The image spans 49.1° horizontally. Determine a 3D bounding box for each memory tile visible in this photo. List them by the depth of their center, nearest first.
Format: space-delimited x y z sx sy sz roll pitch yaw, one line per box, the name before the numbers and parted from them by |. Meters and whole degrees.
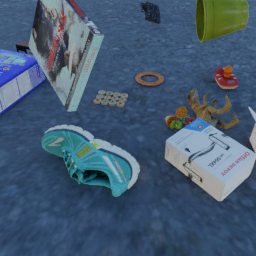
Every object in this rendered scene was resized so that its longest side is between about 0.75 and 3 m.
memory tile | -0.600 -1.051 9.917 1.120 0.094 0.858 8 38 11

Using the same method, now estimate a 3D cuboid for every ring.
ring | 0.853 -1.936 11.075 1.122 0.108 1.122 0 36 0

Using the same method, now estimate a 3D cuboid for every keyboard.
keyboard | 0.505 -2.621 6.194 0.471 0.179 0.905 11 44 -9

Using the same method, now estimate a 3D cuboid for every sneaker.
sneaker | -1.092 0.751 6.834 2.786 1.080 1.110 20 50 24

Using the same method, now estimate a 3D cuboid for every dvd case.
dvd case | -1.749 -2.214 7.178 0.330 2.188 2.997 -9 51 -40

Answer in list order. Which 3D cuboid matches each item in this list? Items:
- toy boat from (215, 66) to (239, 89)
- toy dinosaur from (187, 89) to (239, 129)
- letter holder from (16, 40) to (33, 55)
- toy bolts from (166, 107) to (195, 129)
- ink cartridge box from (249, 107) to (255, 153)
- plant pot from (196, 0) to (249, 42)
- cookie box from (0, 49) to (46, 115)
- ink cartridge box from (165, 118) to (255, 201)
toy boat | 3.764 -2.015 10.651 0.730 0.731 1.119 -2 37 -3
toy dinosaur | 2.431 -0.131 8.347 1.549 0.881 2.916 -23 36 23
letter holder | -3.322 -3.073 11.802 2.086 1.049 1.483 17 39 21
toy bolts | 1.598 -0.367 8.585 0.811 0.774 0.562 3 27 -27
ink cartridge box | 4.472 0.212 6.882 2.783 1.742 1.789 2 37 2
plant pot | 2.810 -3.337 8.384 1.314 1.365 1.365 -5 37 4
cookie box | -4.778 -1.727 9.989 2.417 1.062 2.826 14 39 17
ink cartridge box | 1.994 0.706 6.914 1.298 0.750 1.779 -32 50 -27
